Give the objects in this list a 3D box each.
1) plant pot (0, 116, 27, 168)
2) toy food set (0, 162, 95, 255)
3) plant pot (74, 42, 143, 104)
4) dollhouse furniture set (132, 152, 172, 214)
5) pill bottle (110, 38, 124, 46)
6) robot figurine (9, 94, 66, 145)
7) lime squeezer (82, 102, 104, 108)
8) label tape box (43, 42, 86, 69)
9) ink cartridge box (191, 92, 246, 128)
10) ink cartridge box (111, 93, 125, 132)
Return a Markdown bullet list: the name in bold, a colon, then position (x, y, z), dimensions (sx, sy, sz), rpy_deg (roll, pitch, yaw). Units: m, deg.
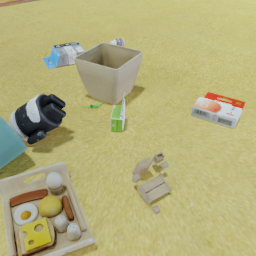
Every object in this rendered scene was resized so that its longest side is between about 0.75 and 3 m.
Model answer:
- **plant pot**: position (-4.348, 0.467, 8.257), dimensions (2.049, 2.049, 1.644), rpy_deg (27, 61, 31)
- **toy food set**: position (-2.155, 2.059, 7.018), dimensions (1.926, 0.811, 2.684), rpy_deg (-15, 40, -19)
- **plant pot**: position (-0.766, -2.225, 11.808), dimensions (2.076, 1.840, 2.078), rpy_deg (20, 41, 24)
- **dollhouse furniture set**: position (0.801, 1.625, 8.089), dimensions (1.242, 0.711, 1.456), rpy_deg (-22, 66, -25)
- **pill bottle**: position (-0.647, -5.048, 16.646), dimensions (0.781, 0.467, 0.467), rpy_deg (-16, 40, -19)
- **robot figurine**: position (-3.016, -0.348, 9.430), dimensions (1.996, 1.246, 1.500), rpy_deg (-27, 14, 21)
- **lime squeezer**: position (-1.412, -0.940, 11.480), dimensions (0.910, 0.172, 0.321), rpy_deg (-12, 35, -14)
- **label tape box**: position (-3.439, -3.938, 15.023), dimensions (2.093, 0.663, 1.509), rpy_deg (-16, 40, -20)
- **ink cartridge box**: position (3.717, -0.940, 11.220), dimensions (1.717, 0.531, 2.118), rpy_deg (20, 44, 24)
- **ink cartridge box**: position (-0.362, -0.592, 10.177), dimensions (0.457, 1.206, 0.891), rpy_deg (3, 37, 4)
